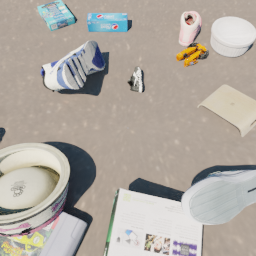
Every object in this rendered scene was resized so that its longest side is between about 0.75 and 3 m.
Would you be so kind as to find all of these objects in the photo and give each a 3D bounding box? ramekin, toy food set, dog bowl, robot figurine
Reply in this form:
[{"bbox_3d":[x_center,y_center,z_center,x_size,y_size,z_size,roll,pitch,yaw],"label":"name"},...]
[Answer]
[{"bbox_3d":[3.949,-3.433,10.723,1.672,0.779,1.672,0,56,0],"label":"ramekin"},{"bbox_3d":[3.324,-0.589,9.063,1.270,0.534,1.769,-37,55,-21],"label":"toy food set"},{"bbox_3d":[-2.648,1.529,6.985,2.543,0.938,2.543,-1,38,1],"label":"dog bowl"},{"bbox_3d":[2.439,-2.777,10.550,1.190,0.346,0.863,-31,62,-18],"label":"robot figurine"}]

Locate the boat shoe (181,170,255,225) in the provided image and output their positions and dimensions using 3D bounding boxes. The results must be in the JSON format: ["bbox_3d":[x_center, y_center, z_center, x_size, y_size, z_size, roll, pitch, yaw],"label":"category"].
[{"bbox_3d":[2.214,1.576,6.690,2.804,0.936,1.031,-2,90,-31],"label":"boat shoe"}]

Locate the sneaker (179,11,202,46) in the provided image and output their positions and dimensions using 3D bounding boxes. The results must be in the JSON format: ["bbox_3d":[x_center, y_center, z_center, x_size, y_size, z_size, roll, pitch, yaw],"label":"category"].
[{"bbox_3d":[2.543,-4.296,11.135,0.776,1.078,2.062,14,56,12],"label":"sneaker"}]

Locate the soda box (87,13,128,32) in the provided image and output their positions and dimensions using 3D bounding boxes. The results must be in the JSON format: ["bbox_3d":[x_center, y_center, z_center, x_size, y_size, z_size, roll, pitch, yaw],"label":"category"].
[{"bbox_3d":[-0.832,-4.308,11.440,1.626,0.551,0.522,1,56,1],"label":"soda box"}]

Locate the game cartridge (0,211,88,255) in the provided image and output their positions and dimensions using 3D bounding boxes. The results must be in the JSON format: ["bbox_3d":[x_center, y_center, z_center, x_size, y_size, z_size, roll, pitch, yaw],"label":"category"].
[{"bbox_3d":[-2.471,2.645,6.890,2.507,0.512,1.669,18,62,12],"label":"game cartridge"}]

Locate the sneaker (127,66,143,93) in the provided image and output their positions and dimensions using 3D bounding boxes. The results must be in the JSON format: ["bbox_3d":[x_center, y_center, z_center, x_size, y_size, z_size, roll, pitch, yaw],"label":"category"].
[{"bbox_3d":[0.228,-1.728,9.829,0.518,0.381,1.146,-1,58,-4],"label":"sneaker"}]

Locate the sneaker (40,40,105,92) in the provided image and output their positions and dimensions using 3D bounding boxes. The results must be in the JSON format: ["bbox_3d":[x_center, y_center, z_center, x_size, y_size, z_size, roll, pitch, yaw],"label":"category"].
[{"bbox_3d":[-1.971,-1.997,9.250,1.589,1.112,2.752,-7,28,26],"label":"sneaker"}]

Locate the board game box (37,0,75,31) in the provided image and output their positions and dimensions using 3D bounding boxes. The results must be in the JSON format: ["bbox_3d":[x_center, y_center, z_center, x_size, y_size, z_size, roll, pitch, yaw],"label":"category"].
[{"bbox_3d":[-3.055,-4.800,11.895,1.088,0.338,1.441,-25,60,-16],"label":"board game box"}]

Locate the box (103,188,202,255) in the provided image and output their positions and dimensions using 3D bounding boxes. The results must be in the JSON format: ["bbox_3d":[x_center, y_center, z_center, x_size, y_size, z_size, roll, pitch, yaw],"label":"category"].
[{"bbox_3d":[0.505,3.007,6.139,2.137,0.538,2.961,15,62,-7],"label":"box"}]
